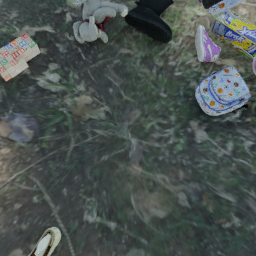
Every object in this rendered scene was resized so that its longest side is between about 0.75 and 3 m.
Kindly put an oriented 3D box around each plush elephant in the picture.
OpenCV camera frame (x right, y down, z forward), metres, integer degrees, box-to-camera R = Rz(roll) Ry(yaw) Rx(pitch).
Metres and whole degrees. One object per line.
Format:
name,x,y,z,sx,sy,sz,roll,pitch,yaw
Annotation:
plush elephant,-1.141,-3.712,9.947,1.946,1.507,1.603,0,18,-34

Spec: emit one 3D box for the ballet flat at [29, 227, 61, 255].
ballet flat,-2.408,3.410,7.295,0.603,0.557,1.787,23,69,13

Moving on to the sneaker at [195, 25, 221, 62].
sneaker,2.911,-3.027,10.125,0.824,0.524,1.446,0,74,-6

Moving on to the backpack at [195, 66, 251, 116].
backpack,2.984,-1.131,8.960,1.487,1.203,1.562,-28,72,0

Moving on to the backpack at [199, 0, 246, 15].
backpack,1.929,-3.016,5.835,1.185,0.913,1.129,-18,50,13

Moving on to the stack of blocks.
stack of blocks,-3.940,-2.504,9.866,1.619,0.474,0.932,-40,73,-16

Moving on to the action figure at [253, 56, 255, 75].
action figure,5.777,-1.858,9.289,2.563,1.717,1.908,-27,43,-6

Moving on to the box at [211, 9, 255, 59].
box,4.155,-3.338,10.113,2.140,0.688,0.750,42,73,15

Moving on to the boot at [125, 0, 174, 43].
boot,1.103,-4.291,10.498,2.126,0.787,1.742,33,70,16
